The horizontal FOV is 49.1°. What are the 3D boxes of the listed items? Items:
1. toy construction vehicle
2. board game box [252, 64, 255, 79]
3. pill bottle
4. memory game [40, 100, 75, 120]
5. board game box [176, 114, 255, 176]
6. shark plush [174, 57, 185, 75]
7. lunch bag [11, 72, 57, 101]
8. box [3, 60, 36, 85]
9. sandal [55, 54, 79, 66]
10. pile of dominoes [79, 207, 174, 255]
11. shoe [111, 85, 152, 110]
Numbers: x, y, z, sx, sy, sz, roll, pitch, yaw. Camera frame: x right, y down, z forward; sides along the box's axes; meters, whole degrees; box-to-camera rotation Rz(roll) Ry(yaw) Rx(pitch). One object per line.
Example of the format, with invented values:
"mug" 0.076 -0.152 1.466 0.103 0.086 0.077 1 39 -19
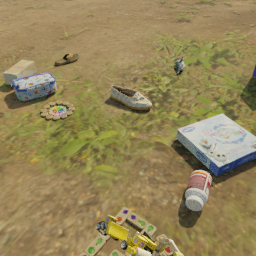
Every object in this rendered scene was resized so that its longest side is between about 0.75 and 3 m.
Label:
"toy construction vehicle" 0.262 2.554 6.462 1.741 1.516 0.613 -1 59 63
"board game box" 8.055 -3.332 13.892 2.798 2.231 1.355 -4 39 -4
"pill bottle" 2.094 1.874 8.407 0.655 0.655 1.159 14 40 18
"memory game" -3.108 -0.800 12.353 1.517 0.097 1.517 0 38 0
"board game box" 3.383 0.500 10.315 2.298 0.498 2.287 -18 41 -22
"shark plush" 2.847 -3.322 15.581 0.557 0.608 1.338 -7 55 24
"lunch bag" -4.536 -2.056 13.481 1.993 0.753 1.597 -18 39 -24
"box" -5.600 -2.885 14.598 0.807 0.661 1.701 9 38 11
"sandal" -3.543 -4.089 16.357 1.627 0.439 0.653 -27 45 -31
"pile of dominoes" -0.079 3.168 6.926 1.942 0.397 2.492 24 44 28
"shoe" 0.093 -1.390 12.712 2.211 0.590 0.773 22 43 26
